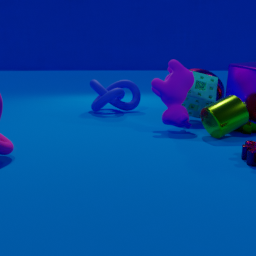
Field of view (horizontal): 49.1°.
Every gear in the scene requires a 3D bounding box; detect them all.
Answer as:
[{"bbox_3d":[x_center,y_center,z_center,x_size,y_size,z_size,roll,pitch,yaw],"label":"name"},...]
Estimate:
[{"bbox_3d":[2.608,0.459,4.660,1.309,0.242,1.309,0,13,0],"label":"gear"},{"bbox_3d":[3.046,-0.223,7.404,1.833,0.339,1.833,0,14,0],"label":"gear"}]

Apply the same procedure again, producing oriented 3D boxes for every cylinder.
[{"bbox_3d":[2.124,-0.253,6.206,0.748,0.748,0.748,-26,18,-10],"label":"cylinder"}]

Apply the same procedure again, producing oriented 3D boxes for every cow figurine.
[{"bbox_3d":[1.225,-0.768,6.854,1.419,1.442,0.792,41,-3,10],"label":"cow figurine"}]

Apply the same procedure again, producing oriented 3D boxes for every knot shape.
[{"bbox_3d":[-2.562,-0.039,4.931,0.651,1.410,1.319,-19,-12,-37],"label":"knot shape"},{"bbox_3d":[-0.609,-1.105,9.701,1.903,0.879,1.781,12,26,16],"label":"knot shape"}]

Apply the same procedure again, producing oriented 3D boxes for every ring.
[{"bbox_3d":[2.118,-1.092,8.708,1.692,1.692,0.338,4,45,19],"label":"ring"}]

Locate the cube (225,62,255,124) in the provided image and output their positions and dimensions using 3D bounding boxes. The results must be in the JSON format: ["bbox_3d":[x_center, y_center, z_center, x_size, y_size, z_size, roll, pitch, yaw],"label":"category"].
[{"bbox_3d":[3.180,-0.875,6.611,1.202,1.202,1.202,-8,22,-20],"label":"cube"}]

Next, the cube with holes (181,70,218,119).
[{"bbox_3d":[1.939,-0.933,7.993,0.891,0.891,0.891,15,-30,2],"label":"cube with holes"}]
